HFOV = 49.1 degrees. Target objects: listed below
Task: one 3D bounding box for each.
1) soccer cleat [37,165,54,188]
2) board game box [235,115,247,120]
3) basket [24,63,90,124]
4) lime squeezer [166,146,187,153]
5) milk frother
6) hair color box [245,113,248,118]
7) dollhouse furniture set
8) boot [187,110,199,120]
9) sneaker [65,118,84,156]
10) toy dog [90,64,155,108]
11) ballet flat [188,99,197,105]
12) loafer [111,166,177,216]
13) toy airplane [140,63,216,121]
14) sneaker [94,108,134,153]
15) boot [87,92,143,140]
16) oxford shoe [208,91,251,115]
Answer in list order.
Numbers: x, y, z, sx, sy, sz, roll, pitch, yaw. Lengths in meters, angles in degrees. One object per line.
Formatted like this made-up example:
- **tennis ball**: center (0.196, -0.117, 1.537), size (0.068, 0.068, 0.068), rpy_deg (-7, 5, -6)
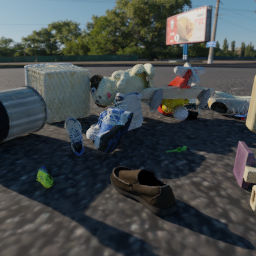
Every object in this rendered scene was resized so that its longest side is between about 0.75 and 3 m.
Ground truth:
- **soccer cleat**: center (-1.889, 1.143, 6.308), size (0.357, 0.276, 0.854), rpy_deg (-33, 26, -5)
- **board game box**: center (5.024, -0.433, 11.960), size (0.942, 0.183, 0.744), rpy_deg (0, 10, -22)
- **basket**: center (-2.994, -1.521, 12.118), size (2.281, 2.302, 1.851), rpy_deg (-13, 26, -39)
- **lime squeezer**: center (1.526, 0.611, 8.261), size (0.832, 0.157, 0.294), rpy_deg (-12, 20, -33)
- **milk frother**: center (-4.537, -0.946, 8.750), size (2.647, 2.933, 2.759), rpy_deg (3, 15, 24)
- **hair color box**: center (5.349, -0.388, 10.059), size (1.003, 0.614, 2.026), rpy_deg (-44, 24, -2)
- **dollhouse furniture set**: center (3.392, 0.189, 5.410), size (1.858, 2.618, 2.075), rpy_deg (7, 14, 9)
- **boot**: center (2.660, -0.556, 12.172), size (0.847, 0.314, 0.694), rpy_deg (7, 20, 19)
- **sneaker**: center (-1.429, 0.258, 7.746), size (0.435, 1.128, 0.481), rpy_deg (-18, 24, -9)
- **toy dog**: center (-0.334, -1.802, 11.949), size (2.616, 1.825, 2.536), rpy_deg (-16, 38, -12)
- **ballet flat**: center (3.051, -1.636, 15.036), size (2.521, 0.875, 0.875), rpy_deg (-2, 16, -8)
- **loafer**: center (0.297, 1.080, 5.662), size (0.656, 0.641, 1.798), rpy_deg (-13, 20, -38)
- **toy airplane**: center (2.187, -1.336, 11.779), size (2.840, 2.004, 2.827), rpy_deg (-16, -18, 19)
- **sneaker**: center (-0.567, 0.025, 8.464), size (0.881, 0.866, 2.286), rpy_deg (22, 26, 8)
- **boot**: center (-0.423, -0.543, 10.008), size (1.085, 1.410, 2.950), rpy_deg (9, 18, 29)
- **oxford shoe**: center (4.989, -0.915, 12.550), size (2.952, 1.110, 0.852), rpy_deg (13, 56, 16)
